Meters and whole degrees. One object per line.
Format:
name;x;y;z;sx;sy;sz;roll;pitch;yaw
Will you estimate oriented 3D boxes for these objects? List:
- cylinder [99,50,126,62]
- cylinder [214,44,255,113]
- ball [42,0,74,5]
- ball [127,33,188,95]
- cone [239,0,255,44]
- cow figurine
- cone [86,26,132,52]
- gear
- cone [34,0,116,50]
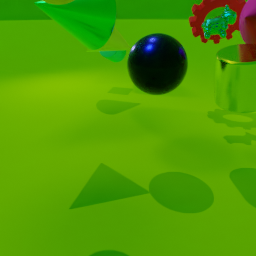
cylinder;-0.690;-3.572;12.777;0.964;0.964;0.964;10;4;21
cylinder;2.438;-1.067;5.958;1.121;1.121;1.121;-7;34;5
ball;-1.061;-2.357;4.054;1.043;1.043;1.043;0;23;0
ball;0.619;-1.338;5.933;1.277;1.277;1.277;0;23;0
cone;2.763;-2.297;5.879;1.479;1.479;1.485;21;28;39
cow figurine;2.680;-3.131;8.272;1.031;0.566;1.014;-3;59;8
cone;-0.566;-3.413;10.957;1.624;1.618;1.618;23;21;-10
gear;3.122;-3.830;9.734;1.913;1.913;0.354;0;54;0
cone;-1.285;-2.491;5.949;1.487;1.482;1.482;-7;22;-43
